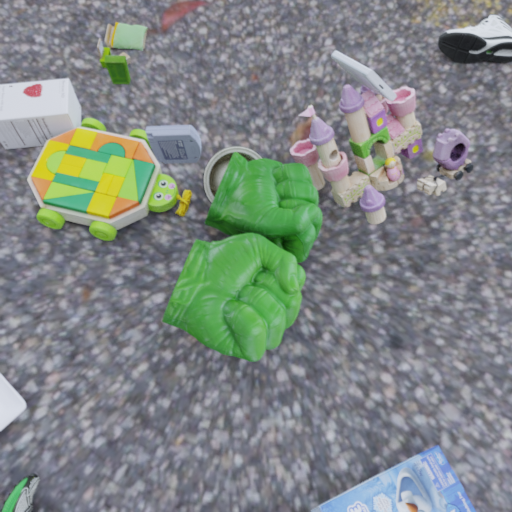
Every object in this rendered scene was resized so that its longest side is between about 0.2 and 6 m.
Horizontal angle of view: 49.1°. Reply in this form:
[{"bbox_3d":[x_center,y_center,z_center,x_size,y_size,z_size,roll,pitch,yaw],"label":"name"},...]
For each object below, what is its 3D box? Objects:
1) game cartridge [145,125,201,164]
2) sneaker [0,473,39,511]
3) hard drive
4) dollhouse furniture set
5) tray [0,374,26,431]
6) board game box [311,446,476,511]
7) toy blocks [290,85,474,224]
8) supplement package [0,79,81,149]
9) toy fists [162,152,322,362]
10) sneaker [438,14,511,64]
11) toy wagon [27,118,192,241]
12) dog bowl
[{"bbox_3d":[-1.411,-1.964,9.909,0.866,1.300,0.266,2,79,-1],"label":"game cartridge"},{"bbox_3d":[-3.767,4.478,9.083,0.762,0.698,1.789,7,73,-5],"label":"sneaker"},{"bbox_3d":[2.003,-3.376,10.488,0.172,0.851,1.290,-51,40,14],"label":"hard drive"},{"bbox_3d":[-3.304,-5.191,13.688,0.985,0.761,1.970,2,64,1],"label":"dollhouse furniture set"},{"bbox_3d":[-5.714,3.224,9.800,1.689,0.349,3.145,40,71,18],"label":"tray"},{"bbox_3d":[2.480,4.624,8.755,2.426,0.529,2.438,-18,65,-21],"label":"board game box"},{"bbox_3d":[2.233,-2.380,10.803,2.532,2.280,2.709,-35,41,-11],"label":"toy blocks"},{"bbox_3d":[-4.919,-3.174,12.547,1.729,1.035,1.048,-7,64,-3],"label":"supplement package"},{"bbox_3d":[0.020,-0.153,10.108,2.147,1.448,4.211,22,53,-5],"label":"toy fists"},{"bbox_3d":[5.453,-5.440,13.923,2.074,0.783,1.193,5,55,-6],"label":"sneaker"},{"bbox_3d":[-3.035,-1.621,11.970,3.365,0.666,2.611,13,66,6],"label":"toy wagon"},{"bbox_3d":[-0.434,-1.547,11.745,1.441,0.531,1.441,-1,92,-13],"label":"dog bowl"}]
